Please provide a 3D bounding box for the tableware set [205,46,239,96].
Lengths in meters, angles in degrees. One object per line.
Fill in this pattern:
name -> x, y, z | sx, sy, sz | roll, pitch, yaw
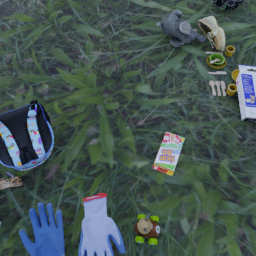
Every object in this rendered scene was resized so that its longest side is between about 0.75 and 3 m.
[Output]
tableware set -> 4.403, -2.483, 12.050 | 1.857, 0.423, 2.756 | 2, 57, 1

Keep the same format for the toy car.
toy car -> 0.591, 2.920, 8.299 | 0.780, 0.988, 0.812 | 6, 58, 4

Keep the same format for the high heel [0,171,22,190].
high heel -> -4.075, 1.961, 9.248 | 0.763, 0.382, 1.070 | 25, 52, 22

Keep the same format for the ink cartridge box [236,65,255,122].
ink cartridge box -> 4.962, -1.371, 11.069 | 1.136, 0.445, 2.398 | 5, 68, -6

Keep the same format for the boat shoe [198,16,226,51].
boat shoe -> 3.906, -4.353, 13.045 | 0.740, 0.866, 2.362 | -8, 48, 0

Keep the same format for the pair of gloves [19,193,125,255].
pair of gloves -> -1.618, 3.201, 8.067 | 2.928, 0.334, 2.354 | -10, 81, 0

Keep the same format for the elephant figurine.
elephant figurine -> 2.503, -4.397, 12.876 | 1.461, 1.333, 1.884 | -42, 80, 8

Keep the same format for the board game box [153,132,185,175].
board game box -> 1.471, 0.893, 10.042 | 0.739, 0.232, 1.548 | 19, 63, 9

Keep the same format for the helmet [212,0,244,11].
helmet -> 5.030, -6.703, 14.064 | 1.591, 1.517, 1.591 | -1, 96, -9

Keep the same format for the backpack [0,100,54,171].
backpack -> -3.462, 0.450, 9.548 | 2.038, 1.502, 2.232 | -24, 60, -15
